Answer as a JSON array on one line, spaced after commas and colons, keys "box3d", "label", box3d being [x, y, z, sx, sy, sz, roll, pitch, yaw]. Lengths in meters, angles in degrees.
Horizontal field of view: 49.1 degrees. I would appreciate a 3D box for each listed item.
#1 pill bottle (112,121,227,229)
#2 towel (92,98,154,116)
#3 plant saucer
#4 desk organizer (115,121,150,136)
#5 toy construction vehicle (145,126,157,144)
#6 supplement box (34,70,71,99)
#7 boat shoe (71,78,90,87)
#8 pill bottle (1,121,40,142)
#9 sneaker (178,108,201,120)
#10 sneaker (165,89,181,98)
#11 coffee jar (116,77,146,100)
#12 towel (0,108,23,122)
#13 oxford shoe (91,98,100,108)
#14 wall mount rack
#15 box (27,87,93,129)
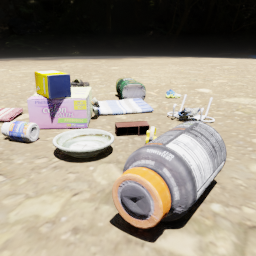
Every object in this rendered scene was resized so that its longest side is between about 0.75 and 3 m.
[{"box3d": [0.861, 0.845, 5.537, 1.453, 1.453, 2.735, 12, 21, 33], "label": "pill bottle"}, {"box3d": [-0.355, -1.011, 13.039, 2.666, 0.317, 1.958, -4, 19, -13], "label": "towel"}, {"box3d": [-1.287, 0.493, 8.226, 1.775, 0.445, 1.775, 0, 18, 0], "label": "plant saucer"}, {"box3d": [0.148, 0.033, 9.705, 1.156, 0.415, 0.445, -3, 21, -10], "label": "desk organizer"}, {"box3d": [1.188, 0.331, 8.564, 1.312, 0.531, 1.506, 3, 18, 11], "label": "toy construction vehicle"}, {"box3d": [-2.772, -1.619, 10.275, 0.823, 0.828, 1.512, -12, 22, -33], "label": "supplement box"}, {"box3d": [-3.095, -2.683, 17.367, 0.881, 0.780, 2.406, 7, 19, 20], "label": "boat shoe"}, {"box3d": [-3.532, 0.096, 9.147, 1.119, 0.627, 0.627, 6, 19, 17], "label": "pill bottle"}, {"box3d": [2.378, -0.623, 11.004, 0.931, 0.397, 0.359, -21, 33, 28], "label": "sneaker"}, {"box3d": [2.511, -1.902, 15.469, 0.923, 0.485, 0.349, -6, 19, -17], "label": "sneaker"}, {"box3d": [0.072, -2.099, 15.156, 1.282, 1.049, 2.459, -4, 18, -11], "label": "coffee jar"}, {"box3d": [-5.650, -0.530, 11.742, 2.051, 0.233, 1.477, 0, 20, 4], "label": "towel"}, {"box3d": [-1.352, -0.998, 11.483, 0.282, 0.367, 0.977, -37, -7, -4], "label": "oxford shoe"}, {"box3d": [2.707, -0.816, 11.687, 1.974, 0.736, 1.715, 11, 23, 25], "label": "wall mount rack"}, {"box3d": [-2.570, -0.869, 11.215, 2.119, 1.165, 2.409, -1, 17, -3], "label": "box"}]
